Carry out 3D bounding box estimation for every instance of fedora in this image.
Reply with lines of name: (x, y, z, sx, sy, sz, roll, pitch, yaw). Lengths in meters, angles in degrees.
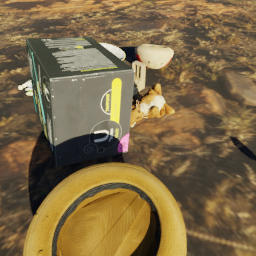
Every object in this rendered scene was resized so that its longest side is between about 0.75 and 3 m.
fedora: (-0.293, 1.657, 4.102, 2.292, 0.935, 2.292, 1, 61, -1)

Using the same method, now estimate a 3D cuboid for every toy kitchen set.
toy kitchen set: (-0.070, -1.646, 9.300, 0.845, 0.934, 1.035, 29, 46, 30)

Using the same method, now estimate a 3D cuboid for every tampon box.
tampon box: (-1.280, -0.854, 6.980, 1.808, 2.146, 2.864, -11, 35, -23)

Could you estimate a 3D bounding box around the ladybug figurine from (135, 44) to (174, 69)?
ladybug figurine: (0.992, -2.802, 10.931, 1.490, 0.790, 2.195, 5, 20, 0)

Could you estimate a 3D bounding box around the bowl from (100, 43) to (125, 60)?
bowl: (-0.805, -2.359, 9.679, 1.331, 0.625, 1.331, 10, 39, -8)

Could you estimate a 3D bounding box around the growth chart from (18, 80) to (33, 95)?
growth chart: (-2.593, -1.380, 9.630, 2.384, 0.211, 1.725, 20, 39, 27)

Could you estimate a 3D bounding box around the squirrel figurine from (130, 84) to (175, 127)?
squirrel figurine: (0.357, -0.491, 7.615, 1.194, 0.905, 1.279, -33, 13, -28)
